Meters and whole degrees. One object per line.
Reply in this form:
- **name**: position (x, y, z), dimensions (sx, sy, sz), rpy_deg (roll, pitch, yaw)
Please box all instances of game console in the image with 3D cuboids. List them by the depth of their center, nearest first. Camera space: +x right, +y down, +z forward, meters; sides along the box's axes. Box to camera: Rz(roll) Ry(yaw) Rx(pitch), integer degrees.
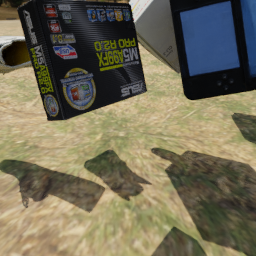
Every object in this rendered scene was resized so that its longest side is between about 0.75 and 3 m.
- **game console**: position (1.690, -1.618, 4.590), dimensions (1.846, 2.098, 1.221), rpy_deg (-8, 2, 12)

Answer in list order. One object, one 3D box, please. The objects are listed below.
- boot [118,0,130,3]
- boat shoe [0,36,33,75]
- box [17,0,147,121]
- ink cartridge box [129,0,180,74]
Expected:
- **boot**: position (0.010, -3.514, 8.083), dimensions (1.393, 0.526, 0.513), rpy_deg (-4, -16, 36)
- **boat shoe**: position (-2.947, -1.798, 6.828), dimensions (2.705, 0.999, 1.153), rpy_deg (6, 9, 21)
- **box**: position (-0.581, -1.182, 4.651), dimensions (0.461, 1.670, 2.085), rpy_deg (-2, 15, 41)
- **ink cartridge box**: position (0.903, -2.611, 6.791), dimensions (1.585, 1.592, 2.191), rpy_deg (36, 13, -25)
